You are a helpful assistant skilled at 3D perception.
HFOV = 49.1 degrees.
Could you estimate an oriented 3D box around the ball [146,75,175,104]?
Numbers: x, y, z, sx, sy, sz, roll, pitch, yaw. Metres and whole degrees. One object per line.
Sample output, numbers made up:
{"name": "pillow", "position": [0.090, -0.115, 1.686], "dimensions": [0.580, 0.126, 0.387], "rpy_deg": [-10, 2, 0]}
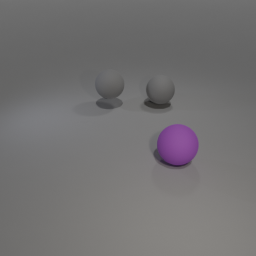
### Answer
{"name": "ball", "position": [1.583, -1.872, 13.675], "dimensions": [1.400, 1.400, 1.400], "rpy_deg": [0, 29, 0]}

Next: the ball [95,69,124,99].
{"name": "ball", "position": [-0.871, -2.080, 13.344], "dimensions": [1.400, 1.400, 1.400], "rpy_deg": [0, 29, 0]}

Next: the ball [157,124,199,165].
{"name": "ball", "position": [1.693, 0.565, 9.562], "dimensions": [1.400, 1.400, 1.400], "rpy_deg": [0, 29, 0]}
